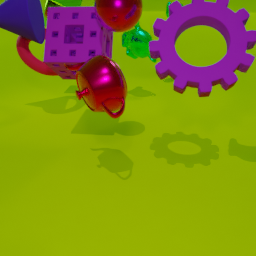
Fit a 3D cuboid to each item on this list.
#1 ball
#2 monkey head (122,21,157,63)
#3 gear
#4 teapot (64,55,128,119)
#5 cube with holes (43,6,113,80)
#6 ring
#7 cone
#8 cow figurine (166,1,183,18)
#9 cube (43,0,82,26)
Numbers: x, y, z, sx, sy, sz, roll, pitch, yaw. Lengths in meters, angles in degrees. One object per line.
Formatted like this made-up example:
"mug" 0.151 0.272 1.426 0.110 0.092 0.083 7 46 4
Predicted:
"ball" -0.195 -2.488 5.754 0.998 0.998 0.998 0 25 0
"monkey head" 0.452 -3.211 10.280 1.075 1.784 1.283 -5 41 35
"gear" 1.340 -1.521 5.140 1.858 1.858 0.344 5 -9 10
"teapot" -0.584 -0.782 5.118 0.840 1.067 1.716 -27 57 -21
"cube with holes" -1.173 -2.067 7.078 1.348 1.348 1.348 2 -7 6
"ring" -2.599 -2.454 8.938 1.836 0.367 1.836 17 54 -25
"cone" -3.444 -3.202 8.098 1.629 1.623 1.623 -5 25 -1
"cow figurine" 1.869 -4.477 11.337 0.610 1.094 1.112 24 28 29
"cube" -2.288 -4.067 9.697 1.051 1.051 1.051 20 49 -20
